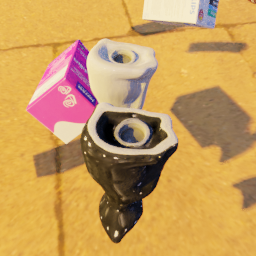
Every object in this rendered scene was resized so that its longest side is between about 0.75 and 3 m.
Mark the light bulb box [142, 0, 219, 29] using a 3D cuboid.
[{"bbox_3d":[1.031,-2.321,5.345,1.085,0.677,1.076,17,21,30],"label":"light bulb box"}]

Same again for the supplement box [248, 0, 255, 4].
[{"bbox_3d":[3.270,-3.737,7.385,0.671,0.375,1.233,-16,48,-9],"label":"supplement box"}]

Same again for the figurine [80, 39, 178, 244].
[{"bbox_3d":[-0.145,0.225,4.308,1.029,2.332,2.390,1,46,-7],"label":"figurine"}]

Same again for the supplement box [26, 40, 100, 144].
[{"bbox_3d":[-1.115,-0.803,5.652,1.029,1.007,1.990,-33,31,21],"label":"supplement box"}]
